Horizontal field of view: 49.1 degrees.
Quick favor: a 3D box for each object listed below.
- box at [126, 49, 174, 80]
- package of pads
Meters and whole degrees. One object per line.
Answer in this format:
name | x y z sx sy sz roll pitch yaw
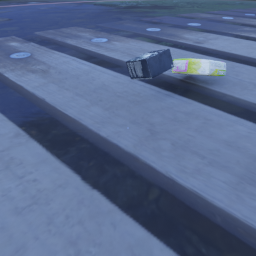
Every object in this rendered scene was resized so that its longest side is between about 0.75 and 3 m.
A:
box | 0.787 -2.288 10.083 1.191 0.738 1.171 -32 26 -31
package of pads | 2.963 -2.567 11.857 1.460 0.644 1.889 -7 15 -44
